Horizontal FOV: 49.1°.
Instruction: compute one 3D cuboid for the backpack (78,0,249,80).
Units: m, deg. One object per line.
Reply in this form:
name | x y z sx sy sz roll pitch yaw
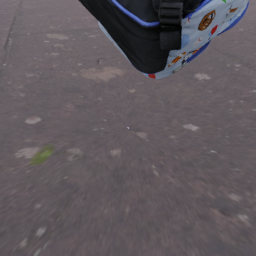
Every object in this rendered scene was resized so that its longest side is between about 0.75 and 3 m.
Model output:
backpack | 0.488 -1.608 3.116 1.866 1.509 1.959 -34 72 -8
